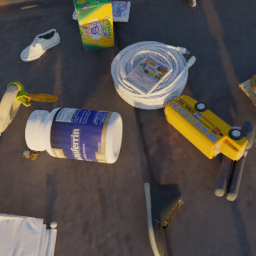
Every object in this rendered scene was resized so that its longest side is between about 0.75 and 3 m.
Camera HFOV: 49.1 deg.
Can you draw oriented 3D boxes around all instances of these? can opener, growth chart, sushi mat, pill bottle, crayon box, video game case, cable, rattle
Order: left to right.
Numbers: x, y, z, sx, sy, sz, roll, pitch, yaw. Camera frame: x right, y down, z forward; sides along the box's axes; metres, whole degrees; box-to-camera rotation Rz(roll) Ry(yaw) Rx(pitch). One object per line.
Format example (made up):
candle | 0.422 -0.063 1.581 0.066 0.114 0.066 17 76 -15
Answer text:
growth chart | -3.525 3.478 8.201 2.894 0.257 2.095 13 63 -3
rattle | -3.845 -0.264 9.946 1.737 1.583 2.432 25 69 -25
pill bottle | -1.742 0.195 9.301 2.895 1.675 1.675 5 62 9
crayon box | -1.316 -4.192 11.352 1.322 2.226 0.649 -15 63 -7
video game case | -1.164 -5.433 12.897 2.438 0.220 1.746 3 46 1
video game case | 0.720 -1.936 10.237 1.109 0.140 1.548 36 67 18
cable | 0.841 -2.125 10.963 2.920 1.011 2.920 24 66 13
can opener | 3.591 0.965 9.347 0.751 0.942 2.817 20 59 12
sushi mat | 5.780 -1.795 11.264 2.500 0.151 1.196 -27 65 -13

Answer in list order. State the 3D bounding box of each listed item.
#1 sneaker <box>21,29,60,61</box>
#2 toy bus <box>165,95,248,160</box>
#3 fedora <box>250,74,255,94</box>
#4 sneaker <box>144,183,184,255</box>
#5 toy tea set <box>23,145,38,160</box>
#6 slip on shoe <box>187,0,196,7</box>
sneaker | -3.780 -3.591 11.906 0.706 0.685 1.934 40 69 19
toy bus | 2.609 0.033 9.570 1.114 0.926 2.845 -35 57 -14
fedora | 5.359 -1.394 10.615 1.631 0.665 1.631 1 58 -1
sneaker | 1.170 2.700 8.488 1.185 0.834 2.230 -5 61 0
toy tea set | -3.394 0.719 9.856 0.468 0.291 0.787 4 62 2
slip on shoe | 3.051 -6.444 13.520 0.446 0.560 1.472 -14 55 -4
